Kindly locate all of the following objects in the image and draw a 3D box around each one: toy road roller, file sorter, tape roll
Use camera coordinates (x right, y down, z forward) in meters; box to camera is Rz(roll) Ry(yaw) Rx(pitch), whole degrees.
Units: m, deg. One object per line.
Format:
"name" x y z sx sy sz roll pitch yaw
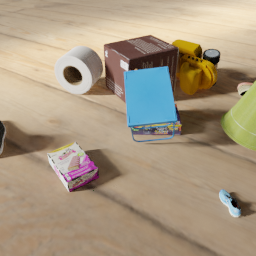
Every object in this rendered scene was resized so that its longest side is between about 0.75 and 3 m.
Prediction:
"toy road roller" 3.038 -2.959 14.081 2.978 1.830 2.174 28 55 29
"file sorter" 0.809 -0.846 10.522 1.666 1.473 2.400 -6 60 3
"tape roll" -2.373 -2.831 13.663 1.996 1.996 1.371 12 38 15

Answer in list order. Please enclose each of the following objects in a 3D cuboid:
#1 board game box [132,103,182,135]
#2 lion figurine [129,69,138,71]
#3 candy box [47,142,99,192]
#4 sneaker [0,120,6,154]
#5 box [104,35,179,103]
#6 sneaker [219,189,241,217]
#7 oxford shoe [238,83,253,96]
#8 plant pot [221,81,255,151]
"board game box" 1.133 -0.405 11.630 1.959 0.555 1.619 1 38 1
"lion figurine" 0.655 -1.533 11.152 1.791 0.649 1.097 25 75 6
"candy box" -1.864 1.249 9.430 1.123 0.502 1.646 -24 42 -27
"sneaker" -5.244 -0.083 10.604 0.892 1.252 2.524 -14 38 -16
"box" 0.593 -2.885 13.496 2.777 2.280 2.303 -20 41 -24
"sneaker" 3.062 2.147 8.292 0.365 0.419 0.932 -11 38 -15
"oxford shoe" 6.306 -1.668 13.271 2.087 0.739 0.770 2 41 19
"plant pot" 4.963 -0.691 10.278 2.295 2.179 2.295 10 40 -8
